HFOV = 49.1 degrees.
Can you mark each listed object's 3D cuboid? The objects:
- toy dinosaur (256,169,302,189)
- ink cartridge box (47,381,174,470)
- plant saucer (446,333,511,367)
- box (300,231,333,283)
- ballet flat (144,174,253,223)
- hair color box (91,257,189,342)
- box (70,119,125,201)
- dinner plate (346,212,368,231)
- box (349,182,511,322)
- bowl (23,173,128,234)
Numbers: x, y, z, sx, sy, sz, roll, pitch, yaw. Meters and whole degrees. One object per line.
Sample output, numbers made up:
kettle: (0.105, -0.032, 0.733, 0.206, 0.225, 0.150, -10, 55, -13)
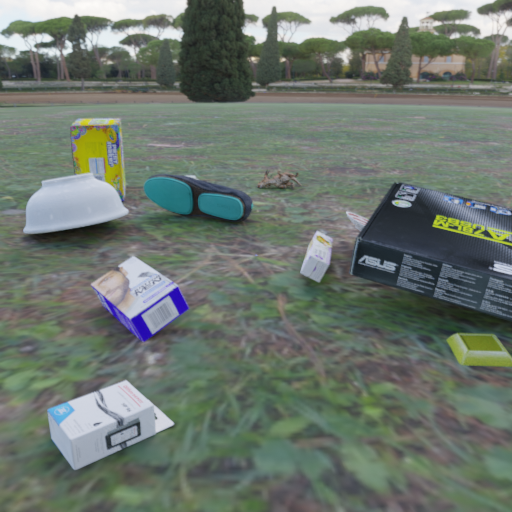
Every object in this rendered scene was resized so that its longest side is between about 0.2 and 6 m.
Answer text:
toy dinosaur: (0.706, -2.244, 16.350, 1.273, 0.547, 0.863, -5, 13, -31)
ink cartridge box: (-1.424, 1.606, 5.561, 1.064, 0.361, 0.617, -15, 24, -37)
plant saucer: (2.850, 1.165, 7.118, 0.676, 0.162, 0.677, 1, 20, 3)
box: (1.087, -0.021, 9.845, 0.355, 0.381, 1.837, 27, 19, 2)
ballet flat: (-1.299, -1.395, 13.282, 2.763, 1.009, 1.009, 14, 23, 20)
hair color box: (-1.686, 0.574, 7.991, 0.797, 0.472, 1.458, -36, 33, -22)
box: (-4.224, -2.623, 15.131, 1.214, 1.990, 1.917, -4, 20, -11)
dinner plate: (2.447, -0.372, 10.701, 1.710, 0.207, 1.710, 25, 12, -6)
box: (3.339, -0.145, 8.845, 3.091, 0.734, 2.985, 17, 27, 19)
bowl: (-3.938, -1.193, 11.998, 2.225, 1.000, 2.225, -9, 12, 2)
